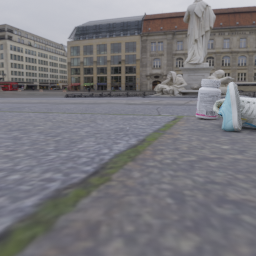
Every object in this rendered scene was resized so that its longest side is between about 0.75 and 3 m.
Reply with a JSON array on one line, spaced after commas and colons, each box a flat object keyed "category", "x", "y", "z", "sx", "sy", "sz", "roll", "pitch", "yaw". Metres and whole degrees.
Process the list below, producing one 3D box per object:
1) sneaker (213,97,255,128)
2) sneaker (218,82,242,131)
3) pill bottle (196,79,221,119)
[{"category": "sneaker", "x": 3.469, "y": -0.497, "z": 8.214, "sx": 0.937, "sy": 0.888, "sz": 2.320, "roll": 18, "pitch": -5, "yaw": -19}, {"category": "sneaker", "x": 2.812, "y": -0.606, "z": 7.891, "sx": 0.595, "sy": 1.452, "sz": 0.537, "roll": -10, "pitch": -26, "yaw": 34}, {"category": "pill bottle", "x": 3.198, "y": -1.136, "z": 11.066, "sx": 0.858, "sy": 1.514, "sz": 0.858, "roll": 5, "pitch": 8, "yaw": -1}]
